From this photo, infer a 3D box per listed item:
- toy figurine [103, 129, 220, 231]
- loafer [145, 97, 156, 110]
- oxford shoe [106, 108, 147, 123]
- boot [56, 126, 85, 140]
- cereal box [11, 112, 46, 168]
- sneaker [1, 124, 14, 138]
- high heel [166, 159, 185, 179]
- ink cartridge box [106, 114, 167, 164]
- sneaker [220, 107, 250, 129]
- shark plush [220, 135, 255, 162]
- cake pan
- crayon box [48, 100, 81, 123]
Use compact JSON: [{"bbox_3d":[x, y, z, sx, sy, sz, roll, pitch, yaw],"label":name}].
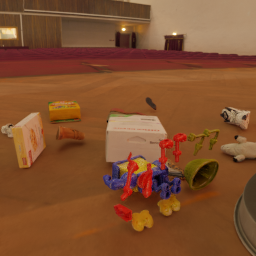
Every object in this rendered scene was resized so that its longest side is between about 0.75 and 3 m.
[{"bbox_3d":[0.479,0.775,6.151,2.947,1.555,1.766,-15,18,-39],"label":"toy figurine"},{"bbox_3d":[1.099,-1.146,13.384,0.292,0.256,0.813,-34,53,-3],"label":"loafer"},{"bbox_3d":[0.068,-0.219,10.904,1.912,0.673,0.715,11,49,22],"label":"oxford shoe"},{"bbox_3d":[-1.801,0.212,8.903,0.871,0.415,1.126,15,10,-10],"label":"boot"},{"bbox_3d":[-2.795,0.297,8.035,0.315,1.148,1.596,-4,18,1],"label":"cereal box"},{"bbox_3d":[-4.299,0.025,10.149,0.398,0.429,1.059,-18,23,-41],"label":"sneaker"},{"bbox_3d":[1.260,1.052,7.199,0.579,0.290,0.812,7,21,3],"label":"high heel"},{"bbox_3d":[0.190,0.262,8.272,1.587,0.920,2.191,3,14,-2],"label":"ink cartridge box"},{"bbox_3d":[4.182,-0.415,11.102,1.117,0.685,1.716,7,19,26],"label":"sneaker"},{"bbox_3d":[3.626,0.603,8.180,1.670,0.759,0.695,-4,-13,1],"label":"shark plush"},{"bbox_3d":[3.214,1.338,4.617,2.818,0.517,2.818,-14,22,6],"label":"cake pan"},{"bbox_3d":[-2.830,-0.755,12.433,1.315,0.526,2.071,-5,19,-17],"label":"crayon box"}]
